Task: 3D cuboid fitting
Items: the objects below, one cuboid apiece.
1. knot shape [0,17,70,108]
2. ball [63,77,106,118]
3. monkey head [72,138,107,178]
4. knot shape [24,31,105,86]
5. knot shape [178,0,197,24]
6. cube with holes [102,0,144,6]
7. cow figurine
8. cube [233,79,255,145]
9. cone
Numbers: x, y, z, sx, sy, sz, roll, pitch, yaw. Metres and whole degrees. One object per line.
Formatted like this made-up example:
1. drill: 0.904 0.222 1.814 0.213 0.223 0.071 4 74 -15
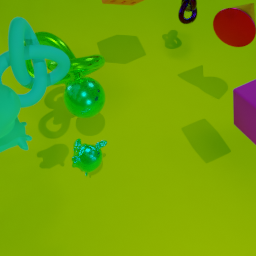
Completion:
1. knot shape: -1.750 -1.144 5.250 0.719 1.556 1.456 18 8 33
2. ball: -0.958 -0.672 6.201 0.919 0.919 0.919 0 52 0
3. monkey head: -0.859 0.553 5.894 0.605 1.004 0.722 19 26 -28
4. knot shape: -1.406 -1.419 6.612 1.867 1.995 0.922 -2 64 36
5. knot shape: 1.956 -4.101 9.033 0.582 1.178 1.259 6 88 15
6. cube with holes: 0.057 -3.956 7.072 1.231 1.231 1.231 -3 14 43
7. cow figurine: -1.675 -0.107 3.661 1.225 1.245 0.684 -2 61 -52
8. cube: 2.567 -0.314 5.081 0.912 0.912 0.912 -24 41 -4
9. cone: 2.775 -2.697 6.714 1.051 1.051 1.055 31 69 22
